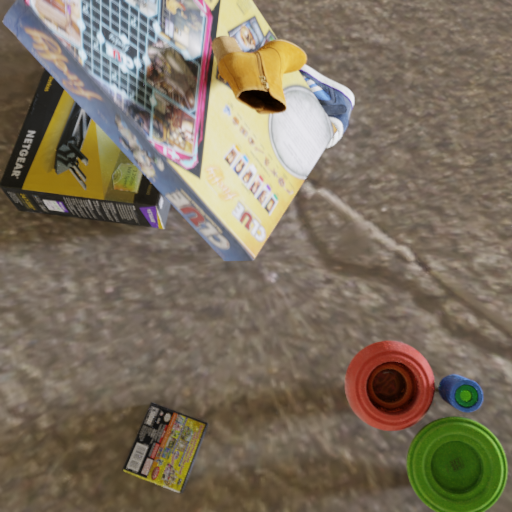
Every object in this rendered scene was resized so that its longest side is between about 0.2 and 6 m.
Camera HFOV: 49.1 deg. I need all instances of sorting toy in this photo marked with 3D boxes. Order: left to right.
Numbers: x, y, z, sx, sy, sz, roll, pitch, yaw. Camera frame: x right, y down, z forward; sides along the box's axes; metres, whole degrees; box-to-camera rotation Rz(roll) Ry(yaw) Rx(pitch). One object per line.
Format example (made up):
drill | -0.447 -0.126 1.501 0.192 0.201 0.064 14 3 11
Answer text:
sorting toy | 2.680 2.522 8.864 1.722 1.176 2.866 -37 82 1

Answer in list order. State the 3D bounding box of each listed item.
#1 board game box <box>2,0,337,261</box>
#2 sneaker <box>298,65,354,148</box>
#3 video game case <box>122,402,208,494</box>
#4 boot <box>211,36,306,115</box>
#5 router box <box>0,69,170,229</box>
board game box | -0.869 -2.602 8.500 0.807 4.663 3.159 -2 47 49
sneaker | 0.803 -2.975 11.326 2.187 0.881 1.601 24 63 5
video game case | -1.446 3.071 9.004 1.023 0.144 1.132 18 66 8
boot | 0.216 -2.463 7.857 1.684 0.593 1.206 -5 59 -36
router box | -2.912 -2.506 11.055 2.926 0.972 3.721 7 66 3
